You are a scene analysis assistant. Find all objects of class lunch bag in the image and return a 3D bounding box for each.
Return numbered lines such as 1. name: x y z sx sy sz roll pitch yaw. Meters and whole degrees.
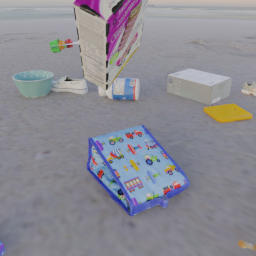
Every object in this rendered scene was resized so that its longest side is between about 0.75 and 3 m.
1. lunch bag: 0.241 0.933 6.109 1.527 0.954 2.029 -14 39 -31

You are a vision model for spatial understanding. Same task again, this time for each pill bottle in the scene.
1. pill bottle: -0.344 -1.546 11.030 1.526 0.856 0.856 3 26 8

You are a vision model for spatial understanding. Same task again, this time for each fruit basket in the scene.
1. fruit basket: -2.475 -3.222 10.939 1.102 0.517 1.021 -5 21 -8

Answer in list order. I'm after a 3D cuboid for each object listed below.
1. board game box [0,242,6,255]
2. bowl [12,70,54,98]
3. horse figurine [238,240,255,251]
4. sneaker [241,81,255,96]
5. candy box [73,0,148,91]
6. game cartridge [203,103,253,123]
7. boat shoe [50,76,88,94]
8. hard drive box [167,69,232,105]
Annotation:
1. board game box: -2.600 2.069 4.378 0.699 0.233 1.039 17 31 31
2. bowl: -3.817 -1.761 11.481 1.588 0.830 1.588 -1 26 0
3. horse figurine: 2.534 2.078 3.628 1.556 0.586 2.347 18 9 -4
4. sneaker: 5.289 -1.608 11.495 1.190 0.547 0.451 18 32 32
5. candy box: -0.323 -2.285 6.468 0.805 2.638 1.799 31 71 6
6. game cartridge: 3.439 -0.519 9.716 1.247 0.202 1.100 -9 28 -12
7. boat shoe: -2.610 -1.933 12.007 2.006 0.670 0.738 8 27 17
8. hard drive box: 2.897 -1.753 11.495 1.611 0.794 2.067 -23 34 -38
